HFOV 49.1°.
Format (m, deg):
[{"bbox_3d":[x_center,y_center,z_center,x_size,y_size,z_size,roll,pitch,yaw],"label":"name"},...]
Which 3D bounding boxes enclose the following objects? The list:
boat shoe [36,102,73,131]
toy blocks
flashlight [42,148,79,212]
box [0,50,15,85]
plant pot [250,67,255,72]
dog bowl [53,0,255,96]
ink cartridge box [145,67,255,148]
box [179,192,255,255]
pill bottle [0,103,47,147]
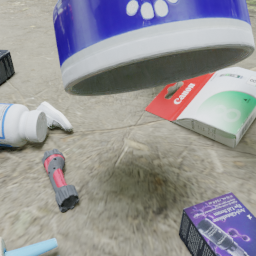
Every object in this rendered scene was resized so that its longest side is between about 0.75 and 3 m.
[{"bbox_3d":[-2.144,-0.252,7.937,1.527,0.550,0.523,35,70,30],"label":"boat shoe"},{"bbox_3d":[-2.015,2.524,3.526,2.602,0.945,2.169,-15,37,-21],"label":"toy blocks"},{"bbox_3d":[-1.445,1.054,6.031,0.515,0.513,1.516,-15,36,-24],"label":"flashlight"},{"bbox_3d":[-5.310,-2.156,10.198,1.598,0.990,1.571,6,35,9],"label":"box"},{"bbox_3d":[4.308,-1.480,9.172,1.300,1.300,1.388,4,24,6],"label":"plant pot"},{"bbox_3d":[0.300,-1.161,3.783,2.483,0.978,2.483,-11,1,0],"label":"dog bowl"},{"bbox_3d":[2.297,-0.978,8.206,2.979,0.746,2.397,28,62,30],"label":"ink cartridge box"},{"bbox_3d":[1.665,1.914,4.570,1.063,0.749,1.437,-14,37,-20],"label":"box"},{"bbox_3d":[-3.145,-0.077,7.143,1.964,1.102,1.102,4,35,3],"label":"pill bottle"}]
